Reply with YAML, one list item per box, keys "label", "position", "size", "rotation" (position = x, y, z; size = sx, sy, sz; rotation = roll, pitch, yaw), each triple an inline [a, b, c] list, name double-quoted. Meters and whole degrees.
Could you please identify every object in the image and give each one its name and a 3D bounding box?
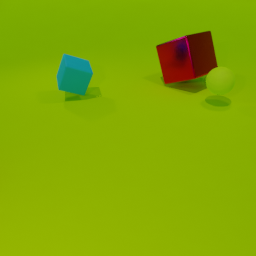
- label: "cube"
  position: [2.016, -2.384, 9.553]
  size: [1.369, 1.369, 1.369]
  rotation: [-23, 14, -36]
- label: "ball"
  position: [2.665, -1.354, 8.084]
  size: [0.805, 0.805, 0.805]
  rotation: [0, 29, 0]
- label: "cube"
  position: [-1.656, -1.633, 8.615]
  size: [0.835, 0.835, 0.835]
  rotation: [10, 35, -27]
